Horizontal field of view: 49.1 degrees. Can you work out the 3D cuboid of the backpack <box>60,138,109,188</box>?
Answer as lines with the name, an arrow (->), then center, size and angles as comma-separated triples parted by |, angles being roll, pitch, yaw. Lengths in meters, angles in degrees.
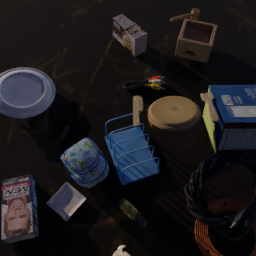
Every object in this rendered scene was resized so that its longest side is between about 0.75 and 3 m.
backpack -> -1.428, 1.190, 9.474 | 1.350, 1.084, 1.476 | -36, 68, -16

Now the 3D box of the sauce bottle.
sauce bottle -> 0.164, 2.719, 8.942 | 1.054, 0.341, 0.341 | 37, 65, 21

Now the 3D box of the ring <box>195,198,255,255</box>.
ring -> 3.183, 3.295, 8.662 | 2.242, 0.215, 2.242 | 0, 57, -1

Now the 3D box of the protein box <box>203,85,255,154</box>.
protein box -> 4.052, -0.349, 9.913 | 2.162, 1.459, 2.146 | 0, 42, -1

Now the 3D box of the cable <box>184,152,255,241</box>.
cable -> 3.226, 1.944, 9.058 | 2.327, 0.724, 2.852 | 31, 71, 24

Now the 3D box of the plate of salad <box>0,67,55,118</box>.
plate of salad -> -4.260, -1.416, 11.412 | 2.537, 0.609, 2.537 | 5, 60, -9

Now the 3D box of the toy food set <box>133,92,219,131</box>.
toy food set -> 1.552, -0.471, 9.519 | 2.777, 0.557, 1.917 | -2, 41, 6

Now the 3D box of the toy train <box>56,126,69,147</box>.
toy train -> -2.357, 0.288, 10.168 | 0.196, 0.146, 0.856 | 25, 82, -7

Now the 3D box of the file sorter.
file sorter -> 0.114, 0.674, 9.711 | 1.397, 1.235, 2.014 | -17, 60, -10

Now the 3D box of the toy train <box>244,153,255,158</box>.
toy train -> 4.466, 0.863, 10.125 | 0.423, 0.315, 1.846 | -28, 61, -19

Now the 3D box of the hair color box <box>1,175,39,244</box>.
hair color box -> -3.446, 2.537, 8.913 | 0.961, 0.581, 1.921 | -12, 58, -7

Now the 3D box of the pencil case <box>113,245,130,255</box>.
pencil case -> -0.766, 4.565, 7.223 | 2.978, 1.158, 1.332 | -43, 104, -23

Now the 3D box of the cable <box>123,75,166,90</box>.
cable -> 0.686, -1.968, 11.841 | 1.779, 0.448, 0.864 | 3, 58, 2

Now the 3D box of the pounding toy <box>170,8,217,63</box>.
pounding toy -> 2.904, -4.366, 12.966 | 2.128, 1.108, 2.422 | 15, 59, 10

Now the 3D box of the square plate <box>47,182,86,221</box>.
square plate -> -2.023, 2.419, 9.252 | 0.941, 0.135, 0.950 | 34, 64, 19

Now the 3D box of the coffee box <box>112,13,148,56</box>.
coffee box -> 0.069, -4.342, 13.001 | 0.726, 1.028, 1.819 | -31, 63, -19
